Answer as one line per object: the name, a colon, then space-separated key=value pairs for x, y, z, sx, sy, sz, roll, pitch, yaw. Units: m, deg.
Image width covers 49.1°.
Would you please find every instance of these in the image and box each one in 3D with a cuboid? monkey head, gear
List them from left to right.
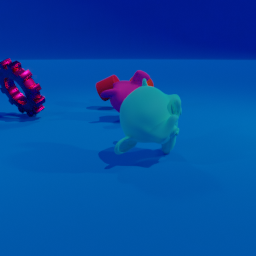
gear: x=-3.347 y=-1.213 z=8.645 sx=1.840 sy=1.840 sz=0.340 roll=12 pitch=43 yaw=37
monkey head: x=0.123 y=-0.986 z=8.295 sx=1.792 sy=1.289 sz=1.080 roll=24 pitch=46 yaw=-22
monkey head: x=0.428 y=-0.102 z=5.453 sx=1.135 sy=1.355 sz=1.884 roll=10 pitch=53 yaw=16

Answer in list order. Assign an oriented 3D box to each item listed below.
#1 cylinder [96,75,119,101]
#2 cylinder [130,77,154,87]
cylinder: x=-0.669 y=-1.442 z=10.150 sx=0.738 sy=0.738 sz=0.738 roll=-22 pitch=9 yaw=18
cylinder: x=0.438 y=-1.383 z=10.454 sx=0.988 sy=0.988 sz=0.988 roll=2 pitch=31 yaw=8
